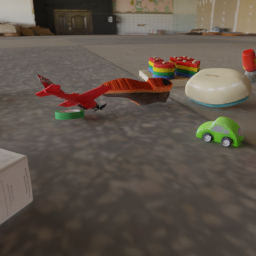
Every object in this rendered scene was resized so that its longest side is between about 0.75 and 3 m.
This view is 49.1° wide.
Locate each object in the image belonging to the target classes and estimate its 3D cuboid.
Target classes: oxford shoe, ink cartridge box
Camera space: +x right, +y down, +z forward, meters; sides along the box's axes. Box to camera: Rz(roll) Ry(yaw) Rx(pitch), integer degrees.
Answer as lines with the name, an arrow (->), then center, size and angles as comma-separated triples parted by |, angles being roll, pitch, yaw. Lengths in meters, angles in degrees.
oxford shoe -> 0.248, -1.074, 9.046 | 2.408, 0.873, 0.857 | -2, 38, -12
ink cartridge box -> -2.625, 1.022, 3.843 | 1.508, 0.878, 2.070 | 10, 23, 26

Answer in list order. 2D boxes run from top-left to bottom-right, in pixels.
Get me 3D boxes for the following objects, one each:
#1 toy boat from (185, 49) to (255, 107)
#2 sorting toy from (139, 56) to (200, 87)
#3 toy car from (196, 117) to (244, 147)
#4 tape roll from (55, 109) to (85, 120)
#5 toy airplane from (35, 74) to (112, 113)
toy boat -> 3.481, -1.511, 9.507 | 2.740, 1.274, 2.304 | -35, 31, -17
sorting toy -> 2.155, -2.712, 13.025 | 2.745, 0.955, 2.729 | -4, 22, -10
toy car -> 2.784, 0.173, 6.342 | 2.493, 0.591, 2.649 | 14, 26, 31
tape roll -> -1.678, -0.400, 8.103 | 0.832, 0.200, 0.832 | -1, 11, 0
toy airplane -> -1.530, -0.868, 7.730 | 2.214, 0.407, 2.214 | 4, -20, 1
